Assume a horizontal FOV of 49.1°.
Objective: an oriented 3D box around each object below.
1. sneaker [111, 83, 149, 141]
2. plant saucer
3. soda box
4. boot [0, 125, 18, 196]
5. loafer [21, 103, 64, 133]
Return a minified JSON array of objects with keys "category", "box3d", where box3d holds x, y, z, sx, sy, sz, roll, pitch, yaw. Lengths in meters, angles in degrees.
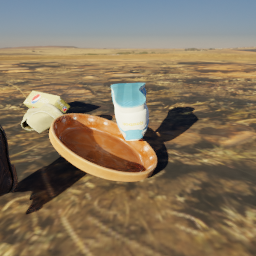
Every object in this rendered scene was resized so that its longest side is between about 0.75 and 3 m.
[{"category":"sneaker","box3d":[0.038,-0.504,6.523,0.860,0.908,2.248,-3,24,4]},{"category":"plant saucer","box3d":[-0.489,0.378,5.686,2.235,0.361,2.235,20,20,-8]},{"category":"soda box","box3d":[-2.898,-0.824,9.903,1.816,0.581,0.615,15,67,42]},{"category":"boot","box3d":[-2.219,0.457,4.086,0.587,1.697,1.477,-25,2,-3]},{"category":"loafer","box3d":[-2.389,-0.204,7.862,1.897,0.718,0.648,-5,50,48]}]
